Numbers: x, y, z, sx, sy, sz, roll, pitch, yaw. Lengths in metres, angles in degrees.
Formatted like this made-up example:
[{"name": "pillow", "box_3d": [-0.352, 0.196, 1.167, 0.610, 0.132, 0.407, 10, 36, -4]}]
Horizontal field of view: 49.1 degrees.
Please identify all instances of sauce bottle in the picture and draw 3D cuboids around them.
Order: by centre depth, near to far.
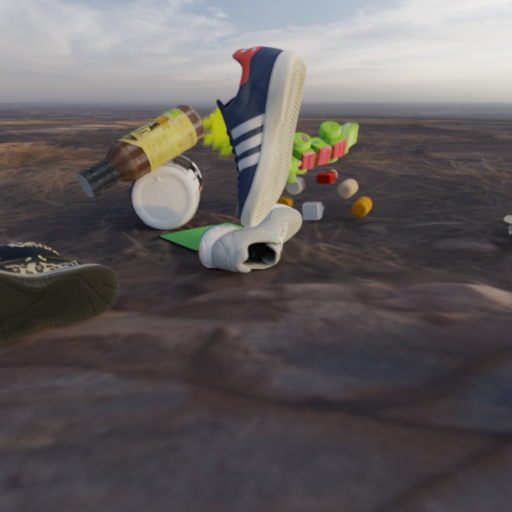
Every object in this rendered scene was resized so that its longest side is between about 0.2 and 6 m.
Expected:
[{"name": "sauce bottle", "box_3d": [-1.998, -1.817, 9.801, 2.381, 0.771, 0.771, -38, 35, -26]}]

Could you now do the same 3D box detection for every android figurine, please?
[{"name": "android figurine", "box_3d": [-0.593, -2.718, 12.129, 1.183, 1.077, 0.243, -7, -16, -12]}]

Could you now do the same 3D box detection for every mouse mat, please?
[{"name": "mouse mat", "box_3d": [-0.754, -0.357, 10.107, 1.665, 0.063, 1.339, -12, 21, -38]}]

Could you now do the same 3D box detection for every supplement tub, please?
[{"name": "supplement tub", "box_3d": [-1.741, -1.355, 11.250, 1.281, 1.281, 2.090, -1, 18, -2]}]

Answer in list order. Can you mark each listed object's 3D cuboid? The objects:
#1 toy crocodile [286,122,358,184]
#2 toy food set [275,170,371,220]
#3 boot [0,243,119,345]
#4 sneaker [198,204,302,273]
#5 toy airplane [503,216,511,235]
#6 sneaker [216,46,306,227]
[{"name": "toy crocodile", "box_3d": [1.290, -2.157, 11.515, 2.294, 0.774, 0.708, -26, 51, -30]}, {"name": "toy food set", "box_3d": [1.393, -1.263, 11.494, 1.898, 0.906, 0.854, 1, 15, 22]}, {"name": "boot", "box_3d": [-2.994, 0.362, 6.536, 2.265, 0.818, 1.711, -7, 15, -41]}, {"name": "sneaker", "box_3d": [0.154, -0.185, 8.597, 0.961, 0.791, 2.090, 23, 35, 36]}, {"name": "toy airplane", "box_3d": [4.720, -0.437, 9.500, 0.793, 0.562, 0.796, -15, 53, -7]}, {"name": "sneaker", "box_3d": [-0.084, -1.641, 7.766, 1.051, 2.488, 0.933, 22, 27, 19]}]
